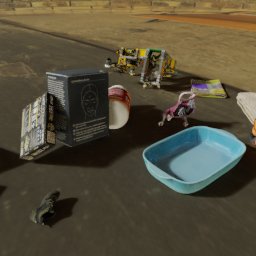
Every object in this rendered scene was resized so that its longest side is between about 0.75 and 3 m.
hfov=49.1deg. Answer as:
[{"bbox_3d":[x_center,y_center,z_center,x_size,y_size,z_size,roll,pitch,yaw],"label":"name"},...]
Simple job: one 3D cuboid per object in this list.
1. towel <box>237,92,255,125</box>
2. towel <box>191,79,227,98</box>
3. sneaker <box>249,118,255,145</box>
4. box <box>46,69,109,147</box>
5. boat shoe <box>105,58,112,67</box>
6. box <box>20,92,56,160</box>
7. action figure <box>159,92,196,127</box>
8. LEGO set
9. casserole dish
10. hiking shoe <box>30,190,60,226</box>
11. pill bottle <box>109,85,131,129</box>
[{"bbox_3d":[5.143,-0.754,10.362,1.693,0.441,2.555,1,29,3],"label":"towel"},{"bbox_3d":[3.544,-1.800,12.508,1.439,0.228,2.003,4,29,8],"label":"towel"},{"bbox_3d":[4.585,-0.016,8.540,2.291,0.889,1.284,-22,37,-35],"label":"sneaker"},{"bbox_3d":[-1.440,-0.673,8.294,1.072,2.001,1.485,18,24,41],"label":"box"},{"bbox_3d":[-1.110,-3.739,15.980,0.380,0.313,1.106,0,29,-1],"label":"boat shoe"},{"bbox_3d":[-2.440,-0.034,7.575,0.375,1.230,1.526,23,51,-46],"label":"box"},{"bbox_3d":[1.591,-0.592,9.421,0.962,1.070,1.436,3,-5,-14],"label":"action figure"},{"bbox_3d":[0.771,-2.642,13.188,2.978,1.725,2.290,12,1,13],"label":"LEGO set"},{"bbox_3d":[1.750,0.796,7.377,2.984,0.579,1.807,-21,35,-35],"label":"casserole dish"},{"bbox_3d":[-1.674,1.722,6.005,0.432,0.325,0.857,20,43,18],"label":"hiking shoe"},{"bbox_3d":[-0.439,-0.834,9.861,1.055,1.055,1.868,2,29,3],"label":"pill bottle"}]
